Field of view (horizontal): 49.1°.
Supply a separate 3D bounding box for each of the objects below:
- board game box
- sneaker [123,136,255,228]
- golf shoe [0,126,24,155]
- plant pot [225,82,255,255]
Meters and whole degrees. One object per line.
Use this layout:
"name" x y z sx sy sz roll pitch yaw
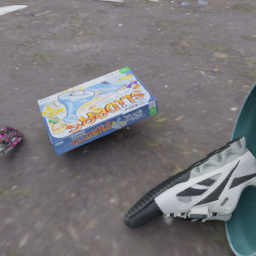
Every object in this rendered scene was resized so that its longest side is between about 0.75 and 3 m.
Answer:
"board game box" -0.802 -0.528 7.026 2.594 0.447 1.756 -24 46 -11
"sneaker" 1.284 1.339 5.205 2.785 1.032 1.232 -29 84 -3
"golf shoe" -2.992 0.314 6.788 0.504 0.640 1.389 31 5 -3
"plant pot" 2.952 0.755 4.523 2.002 2.987 2.987 11 39 7
